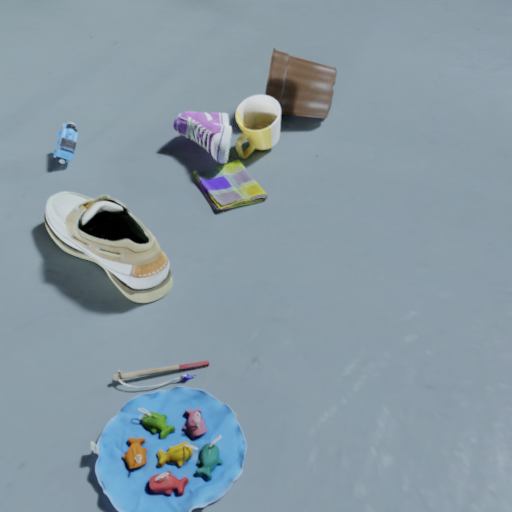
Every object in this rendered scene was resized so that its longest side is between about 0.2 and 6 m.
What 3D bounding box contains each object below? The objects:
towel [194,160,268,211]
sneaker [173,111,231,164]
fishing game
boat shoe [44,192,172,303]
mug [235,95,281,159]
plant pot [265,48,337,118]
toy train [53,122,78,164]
[{"bbox_3d":[-0.572,-1.540,12.099,1.194,0.189,1.663,-15,42,-17],"label":"towel"},{"bbox_3d":[-1.267,-2.770,12.963,1.319,0.839,2.314,5,26,-11],"label":"sneaker"},{"bbox_3d":[-1.112,2.405,7.203,1.972,0.428,2.753,-6,40,-12],"label":"fishing game"},{"bbox_3d":[-2.735,-0.514,10.099,3.390,1.159,1.267,30,48,31],"label":"boat shoe"},{"bbox_3d":[0.003,-2.972,13.096,1.283,1.053,1.028,-24,65,-1],"label":"mug"},{"bbox_3d":[1.117,-4.325,14.430,1.698,1.715,1.715,10,40,0],"label":"plant pot"},{"bbox_3d":[-4.354,-2.623,12.905,0.438,0.577,1.010,18,59,-29],"label":"toy train"}]
